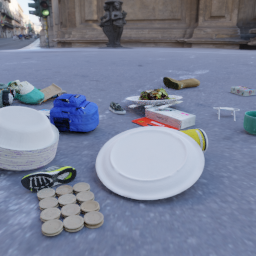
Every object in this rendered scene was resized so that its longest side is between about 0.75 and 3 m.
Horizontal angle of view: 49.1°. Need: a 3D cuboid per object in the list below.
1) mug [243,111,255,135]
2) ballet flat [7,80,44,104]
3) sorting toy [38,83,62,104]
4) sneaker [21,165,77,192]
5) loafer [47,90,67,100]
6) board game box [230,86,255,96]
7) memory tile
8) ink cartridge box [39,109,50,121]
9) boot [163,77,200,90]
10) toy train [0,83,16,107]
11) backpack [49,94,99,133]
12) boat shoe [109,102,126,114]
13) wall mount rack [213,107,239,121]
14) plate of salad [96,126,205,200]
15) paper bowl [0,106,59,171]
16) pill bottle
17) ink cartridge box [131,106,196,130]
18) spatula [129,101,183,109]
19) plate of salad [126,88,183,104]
[{"bbox_3d":[4.880,-0.182,10.442,1.166,0.721,0.958,-12,23,-30],"label":"mug"},{"bbox_3d":[-5.488,-1.959,14.566,2.905,1.022,0.978,15,48,40],"label":"ballet flat"},{"bbox_3d":[-4.456,-1.894,15.024,1.399,0.279,1.893,-36,39,-20],"label":"sorting toy"},{"bbox_3d":[-2.026,1.235,7.111,1.360,0.502,0.550,-5,13,-35],"label":"sneaker"},{"bbox_3d":[-3.851,-1.725,15.138,1.159,0.417,0.364,-13,35,-13],"label":"loafer"},{"bbox_3d":[6.670,-2.159,16.281,0.827,0.360,1.121,-10,23,-23],"label":"board game box"},{"bbox_3d":[-1.298,1.725,6.165,1.268,0.139,1.655,-7,21,-19],"label":"memory tile"},{"bbox_3d":[-3.482,-0.337,11.162,0.868,0.501,1.189,13,24,31],"label":"ink cartridge box"},{"bbox_3d":[3.428,-2.946,18.105,1.867,0.617,1.635,-16,38,-33],"label":"boot"},{"bbox_3d":[-6.875,-1.489,13.654,2.567,1.094,1.463,-4,33,-15],"label":"toy train"},{"bbox_3d":[-1.942,-0.527,10.494,1.654,1.388,1.344,8,29,11],"label":"backpack"},{"bbox_3d":[-0.532,-0.940,12.900,0.429,0.423,1.192,-14,25,-34],"label":"boat shoe"},{"bbox_3d":[4.268,-0.629,12.162,1.112,0.415,0.966,4,17,12],"label":"wall mount rack"},{"bbox_3d":[0.571,0.892,7.521,2.858,0.686,2.858,-5,36,4],"label":"plate of salad"},{"bbox_3d":[-3.156,0.162,8.177,2.235,1.163,2.235,15,24,-7],"label":"paper bowl"},{"bbox_3d":[1.626,0.483,8.526,1.439,0.806,0.806,-7,21,-19],"label":"pill bottle"},{"bbox_3d":[1.411,-0.389,11.413,1.744,0.437,2.009,-15,25,-38],"label":"ink cartridge box"},{"bbox_3d":[1.255,-1.062,12.960,1.907,0.220,2.742,6,14,26],"label":"spatula"},{"bbox_3d":[1.231,-1.543,13.257,2.669,0.641,2.669,-1,12,0],"label":"plate of salad"}]
